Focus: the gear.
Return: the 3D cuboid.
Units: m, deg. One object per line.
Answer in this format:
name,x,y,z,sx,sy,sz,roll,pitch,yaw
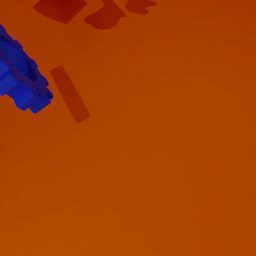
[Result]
gear,-2.262,-1.231,5.369,0.379,2.050,2.050,-35,65,5
